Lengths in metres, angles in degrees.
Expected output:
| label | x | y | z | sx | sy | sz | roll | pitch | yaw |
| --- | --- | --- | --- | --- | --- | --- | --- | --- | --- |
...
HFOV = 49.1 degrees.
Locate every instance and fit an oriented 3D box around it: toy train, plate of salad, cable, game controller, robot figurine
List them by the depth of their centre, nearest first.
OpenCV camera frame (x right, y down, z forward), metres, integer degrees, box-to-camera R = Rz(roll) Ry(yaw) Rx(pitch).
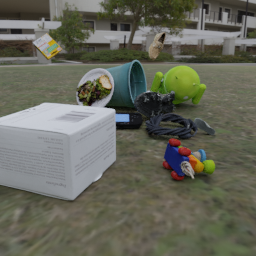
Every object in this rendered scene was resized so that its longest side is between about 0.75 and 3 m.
| label | x | y | z | sx | sy | sz | roll | pitch | yaw |
| --- | --- | --- | --- | --- | --- | --- | --- | --- | --- |
| toy train | 1.540 | 0.871 | 6.383 | 1.010 | 0.739 | 1.745 | 10 | 14 | -15 |
| cable | 1.442 | -0.056 | 9.913 | 1.709 | 0.532 | 2.095 | -6 | 19 | -4 |
| game controller | -0.572 | -0.302 | 10.620 | 2.241 | 0.472 | 1.169 | 0 | 17 | 0 |
| plate of salad | -1.604 | -1.779 | 12.909 | 2.126 | 2.126 | 0.511 | 10 | -6 | 31 |
| robot figurine | 2.490 | -2.098 | 13.893 | 2.572 | 1.696 | 2.931 | 16 | -2 | -5 |

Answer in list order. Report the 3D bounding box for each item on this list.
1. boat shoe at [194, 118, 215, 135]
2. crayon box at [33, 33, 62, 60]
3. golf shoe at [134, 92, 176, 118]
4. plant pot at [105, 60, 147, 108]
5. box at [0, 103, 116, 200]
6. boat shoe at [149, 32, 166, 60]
| label | x | y | z | sx | sy | sz | roll | pitch | yaw |
| --- | --- | --- | --- | --- | --- | --- | --- | --- | --- |
| boat shoe | 2.618 | -0.046 | 9.626 | 0.832 | 0.307 | 0.267 | 33 | 7 | -1 |
| crayon box | -3.374 | -3.398 | 11.892 | 0.741 | 0.304 | 1.179 | -40 | 70 | -12 |
| golf shoe | 0.893 | -1.020 | 12.149 | 1.394 | 1.147 | 2.951 | 8 | 7 | 34 |
| plant pot | -0.524 | -2.039 | 13.794 | 2.287 | 2.335 | 2.335 | -1 | 15 | 24 |
| box | -1.677 | 0.376 | 6.557 | 2.216 | 1.448 | 2.204 | 6 | 17 | 20 |
| boat shoe | 0.955 | -2.664 | 9.059 | 0.361 | 1.014 | 0.327 | 28 | -19 | -30 |
